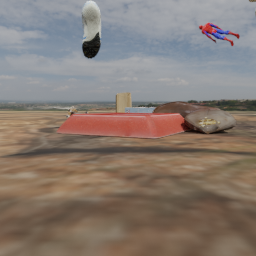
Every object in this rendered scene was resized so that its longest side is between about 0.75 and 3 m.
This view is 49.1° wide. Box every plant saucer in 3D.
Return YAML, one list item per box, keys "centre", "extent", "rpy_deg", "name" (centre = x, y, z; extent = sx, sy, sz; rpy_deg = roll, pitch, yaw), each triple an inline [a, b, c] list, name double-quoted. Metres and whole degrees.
- centre: [0.017, -0.140, 7.134]
  extent: [2.613, 0.481, 2.618]
  rpy_deg: [2, 4, 28]
  name: "plant saucer"

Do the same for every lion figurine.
- centre: [-2.292, -0.617, 13.606]
  extent: [1.711, 0.620, 1.048]
  rpy_deg: [17, 3, 22]
  name: "lion figurine"

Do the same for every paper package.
- centre: [-0.218, -0.998, 13.138]
  extent: [0.691, 1.274, 1.336]
  rpy_deg: [0, 3, -4]
  name: "paper package"

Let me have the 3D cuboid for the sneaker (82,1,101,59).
- centre: [-1.221, -3.262, 9.407]
  extent: [0.672, 1.870, 0.678]
  rpy_deg: [3, 34, -6]
  name: "sneaker"

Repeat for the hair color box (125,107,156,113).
- centre: [0.934, -0.557, 11.611]
  extent: [1.018, 0.623, 2.056]
  rpy_deg: [-5, 6, -45]
  name: "hair color box"

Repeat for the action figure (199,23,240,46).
- centre: [3.506, -3.741, 11.079]
  extent: [1.765, 0.577, 0.456]
  rpy_deg: [40, 7, 34]
  name: "action figure"

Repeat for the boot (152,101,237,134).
- centre: [1.621, -0.280, 7.685]
  extent: [2.321, 0.800, 2.490]
  rpy_deg: [-1, 8, 15]
  name: "boot"

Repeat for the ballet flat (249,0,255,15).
- centre: [3.921, -3.605, 8.047]
  extent: [0.751, 2.384, 0.818]
  rpy_deg: [-14, -16, 18]
  name: "ballet flat"
